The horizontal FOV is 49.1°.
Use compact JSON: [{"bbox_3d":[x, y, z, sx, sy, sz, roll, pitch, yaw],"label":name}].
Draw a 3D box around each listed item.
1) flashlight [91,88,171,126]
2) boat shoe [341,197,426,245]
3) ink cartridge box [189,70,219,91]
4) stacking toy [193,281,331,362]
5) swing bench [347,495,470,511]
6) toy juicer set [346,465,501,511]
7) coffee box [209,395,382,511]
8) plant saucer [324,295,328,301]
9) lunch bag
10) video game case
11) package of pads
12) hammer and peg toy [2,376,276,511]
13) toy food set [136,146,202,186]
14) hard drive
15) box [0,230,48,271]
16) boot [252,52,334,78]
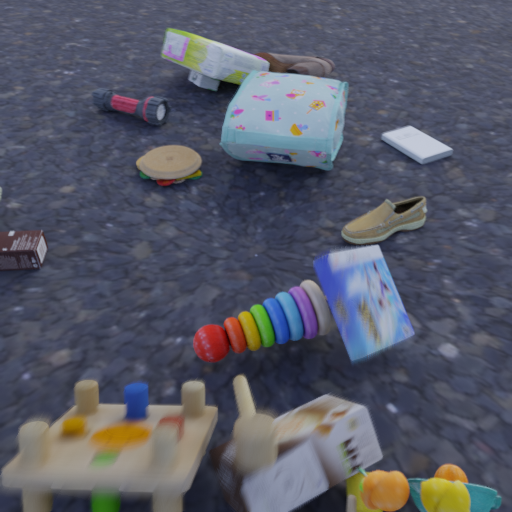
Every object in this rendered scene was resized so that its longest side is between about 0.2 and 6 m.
[{"bbox_3d":[-3.340,-3.989,14.758,2.190,0.741,0.744,18,39,19],"label":"flashlight"},{"bbox_3d":[2.459,-0.765,10.747,1.843,0.702,0.660,-19,42,-22],"label":"boat shoe"},{"bbox_3d":[-1.519,-5.105,16.265,0.595,0.342,0.815,5,26,-33],"label":"ink cartridge box"},{"bbox_3d":[0.053,1.057,8.243,2.000,0.854,0.854,-19,42,-11],"label":"stacking toy"},{"bbox_3d":[1.502,3.269,5.655,1.274,0.831,1.281,5,45,6],"label":"swing bench"},{"bbox_3d":[2.160,2.531,5.996,2.325,1.479,0.633,6,62,7],"label":"toy juicer set"},{"bbox_3d":[0.449,2.334,6.571,1.704,0.679,0.975,-19,2,-23],"label":"coffee box"},{"bbox_3d":[1.738,0.684,9.338,0.870,0.211,0.870,-24,44,-28],"label":"plant saucer"},{"bbox_3d":[0.705,-2.979,12.675,2.507,1.795,2.943,9,34,10],"label":"lunch bag"},{"bbox_3d":[1.594,0.626,8.144,1.341,0.336,1.479,-10,75,-46],"label":"video game case"},{"bbox_3d":[-1.244,-5.751,16.288,2.699,0.920,2.085,33,25,36],"label":"package of pads"},{"bbox_3d":[-1.101,2.113,6.356,2.719,0.959,2.000,-1,5,4],"label":"hammer and peg toy"},{"bbox_3d":[-1.945,-2.047,12.633,1.441,0.351,1.427,-14,41,-16],"label":"toy food set"},{"bbox_3d":[3.875,-2.701,13.574,0.954,0.190,1.446,-19,43,-23],"label":"hard drive"},{"bbox_3d":[-4.508,-0.090,10.103,1.285,0.481,0.643,-4,39,-3],"label":"box"},{"bbox_3d":[1.103,-5.757,17.025,2.388,0.839,1.746,29,40,30],"label":"boot"}]
